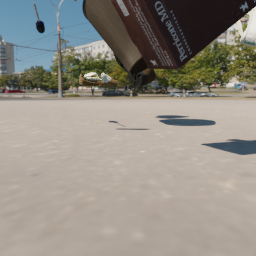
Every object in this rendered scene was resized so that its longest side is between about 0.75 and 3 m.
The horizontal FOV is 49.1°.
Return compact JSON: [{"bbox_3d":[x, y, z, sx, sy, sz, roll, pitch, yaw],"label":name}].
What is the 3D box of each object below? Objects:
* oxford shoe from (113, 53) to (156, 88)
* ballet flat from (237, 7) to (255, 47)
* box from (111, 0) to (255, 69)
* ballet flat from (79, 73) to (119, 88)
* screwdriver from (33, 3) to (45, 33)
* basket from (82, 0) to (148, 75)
[{"bbox_3d":[0.226,-3.141,12.320,1.261,2.987,1.086,-21,-15,-31],"label":"oxford shoe"},{"bbox_3d":[3.766,-3.572,8.584,0.878,2.528,0.878,9,-23,4],"label":"ballet flat"},{"bbox_3d":[1.330,-2.483,4.991,2.956,1.480,1.108,-40,25,-11],"label":"box"},{"bbox_3d":[-0.831,-1.363,7.845,1.123,0.406,0.381,6,49,6],"label":"ballet flat"},{"bbox_3d":[-2.840,-3.402,8.822,0.304,0.317,2.182,19,0,-11],"label":"screwdriver"},{"bbox_3d":[-0.050,-3.252,9.297,1.778,2.614,2.357,-33,-7,-1],"label":"basket"}]
